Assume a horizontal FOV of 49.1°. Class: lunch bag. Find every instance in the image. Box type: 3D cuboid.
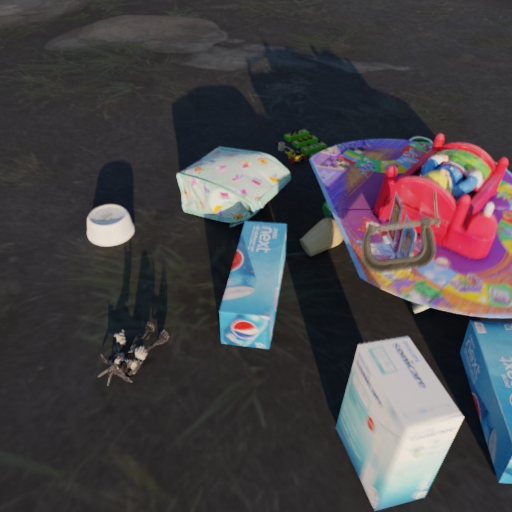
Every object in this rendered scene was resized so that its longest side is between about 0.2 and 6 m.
[{"bbox_3d":[-0.448,-1.580,12.814,2.077,1.266,1.769,17,41,28],"label":"lunch bag"}]

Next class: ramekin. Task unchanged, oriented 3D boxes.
[{"bbox_3d":[-3.231,-0.707,12.331,1.049,0.489,1.049,0,40,0],"label":"ramekin"}]

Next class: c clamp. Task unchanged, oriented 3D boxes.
[{"bbox_3d":[2.234,-0.310,8.670,1.303,1.113,0.176,-13,7,6],"label":"c clamp"}]

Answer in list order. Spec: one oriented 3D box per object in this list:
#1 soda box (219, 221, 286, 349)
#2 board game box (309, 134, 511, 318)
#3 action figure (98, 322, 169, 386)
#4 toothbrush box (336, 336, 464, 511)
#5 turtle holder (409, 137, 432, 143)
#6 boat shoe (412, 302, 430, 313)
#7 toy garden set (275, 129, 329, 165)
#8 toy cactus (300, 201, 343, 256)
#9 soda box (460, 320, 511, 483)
[{"bbox_3d":[-0.006,0.461,10.596,0.898,0.850,2.649,5,40,7],"label":"soda box"},{"bbox_3d":[3.735,-1.303,10.749,4.615,1.137,5.841,-1,40,-10],"label":"board game box"},{"bbox_3d":[-2.104,1.593,9.413,0.746,0.641,1.255,32,46,19],"label":"action figure"},{"bbox_3d":[1.831,2.251,7.550,0.807,1.893,1.386,-7,41,-16],"label":"toothbrush box"},{"bbox_3d":[3.805,-2.250,13.745,1.545,1.097,1.174,-19,44,-22],"label":"turtle holder"},{"bbox_3d":[3.396,0.546,10.479,1.691,0.633,0.523,-27,89,-34],"label":"boat shoe"},{"bbox_3d":[1.208,-3.049,15.343,1.326,0.317,1.590,-20,43,-23],"label":"toy garden set"},{"bbox_3d":[1.985,-0.705,12.002,2.255,1.397,2.732,-32,49,-7],"label":"toy cactus"},{"bbox_3d":[3.847,2.144,8.550,0.789,0.834,2.458,2,39,3],"label":"soda box"}]
